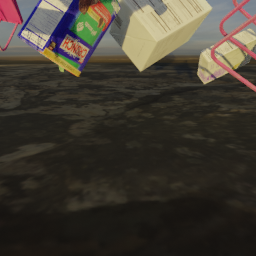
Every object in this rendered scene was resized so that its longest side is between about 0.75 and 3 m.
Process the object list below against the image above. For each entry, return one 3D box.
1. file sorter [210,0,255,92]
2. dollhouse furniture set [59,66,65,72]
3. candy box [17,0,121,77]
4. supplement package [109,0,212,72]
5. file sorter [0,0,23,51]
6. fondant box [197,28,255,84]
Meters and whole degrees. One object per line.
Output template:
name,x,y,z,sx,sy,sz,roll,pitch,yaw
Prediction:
file sorter,2.604,-1.958,4.314,1.574,2.509,1.744,32,-20,-12
dollhouse furniture set,-1.973,-2.844,8.758,0.990,1.282,2.565,14,33,4
candy box,-1.262,-2.529,6.626,0.837,2.174,1.838,35,4,14
supplement package,1.099,-3.901,10.217,2.690,2.027,2.042,-36,-5,-21
file sorter,-2.090,-1.519,3.580,1.108,0.695,0.770,12,-25,1
fondant box,2.574,-1.853,7.342,1.427,0.416,1.029,-25,-25,-3
